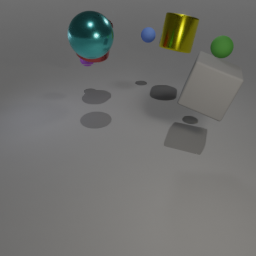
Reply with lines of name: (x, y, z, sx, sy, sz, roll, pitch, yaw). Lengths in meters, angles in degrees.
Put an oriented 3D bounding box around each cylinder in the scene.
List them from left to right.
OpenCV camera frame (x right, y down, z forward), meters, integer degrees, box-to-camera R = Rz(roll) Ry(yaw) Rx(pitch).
cylinder: (-1.389, -3.620, 11.365, 1.400, 1.400, 1.400, 7, 44, -7)
cylinder: (2.130, -3.988, 11.781, 1.400, 1.400, 1.400, 11, 20, -4)

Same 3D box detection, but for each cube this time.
cube: (2.500, -1.306, 8.543, 1.400, 1.400, 1.400, 24, 32, 6)

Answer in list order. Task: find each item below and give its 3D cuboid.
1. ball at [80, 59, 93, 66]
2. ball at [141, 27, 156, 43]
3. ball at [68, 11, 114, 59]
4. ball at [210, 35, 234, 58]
ball: (-1.917, -3.257, 13.184, 0.700, 0.700, 0.700, 0, 30, 0)
ball: (0.966, -4.428, 13.342, 0.700, 0.700, 0.700, 0, 30, 0)
ball: (-1.130, -2.826, 8.551, 1.400, 1.400, 1.400, 0, 30, 0)
ball: (2.986, -2.574, 8.904, 0.700, 0.700, 0.700, 0, 30, 0)
